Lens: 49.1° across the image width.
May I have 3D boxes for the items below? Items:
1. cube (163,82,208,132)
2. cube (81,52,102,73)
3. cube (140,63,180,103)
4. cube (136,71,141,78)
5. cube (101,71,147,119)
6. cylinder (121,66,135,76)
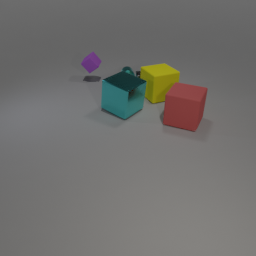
[{"bbox_3d":[2.365,-0.907,11.590,1.400,1.400,1.400,14,34,20],"label":"cube"},{"bbox_3d":[-1.957,-3.500,14.967,0.700,0.700,0.700,-26,31,32],"label":"cube"},{"bbox_3d":[1.516,-2.211,13.705,1.400,1.400,1.400,-13,34,-21],"label":"cube"},{"bbox_3d":[0.788,-2.622,15.066,0.700,0.700,0.700,-2,32,-3],"label":"cube"},{"bbox_3d":[-0.196,-1.471,12.295,1.400,1.400,1.400,27,40,27],"label":"cube"},{"bbox_3d":[-0.014,-3.003,15.680,0.700,0.700,0.700,-4,32,-7],"label":"cylinder"}]
